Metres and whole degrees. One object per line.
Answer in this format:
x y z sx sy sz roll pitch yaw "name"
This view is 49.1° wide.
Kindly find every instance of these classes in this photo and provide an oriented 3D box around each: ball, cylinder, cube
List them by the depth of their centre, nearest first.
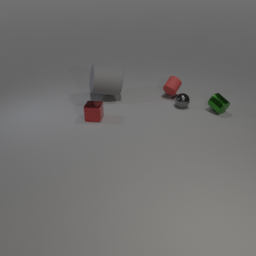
-1.464 -0.718 12.063 0.700 0.700 0.700 3 29 6 "cube"
4.061 -1.093 12.533 0.700 0.700 0.700 -20 57 -32 "cylinder"
2.545 -1.279 13.087 0.700 0.700 0.700 0 29 0 "ball"
-1.068 -2.326 13.536 1.400 1.400 1.400 3 27 -16 "cylinder"
2.209 -2.107 13.943 0.700 0.700 0.700 22 68 34 "cylinder"
